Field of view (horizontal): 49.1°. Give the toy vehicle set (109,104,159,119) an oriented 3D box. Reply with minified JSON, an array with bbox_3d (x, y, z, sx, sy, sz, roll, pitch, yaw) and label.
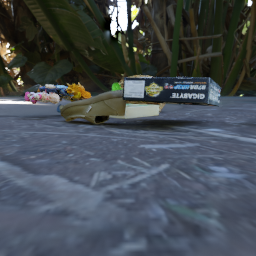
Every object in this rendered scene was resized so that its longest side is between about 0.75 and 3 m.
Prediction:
[{"bbox_3d":[-0.501,-0.731,11.165,2.975,0.394,1.848,7,11,43],"label":"toy vehicle set"}]

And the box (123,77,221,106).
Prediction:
[{"bbox_3d":[1.303,-0.948,7.565,2.075,0.601,2.611,5,5,22],"label":"box"}]

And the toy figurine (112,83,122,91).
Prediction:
[{"bbox_3d":[-0.314,-1.197,10.349,0.574,0.765,0.704,-14,-15,12],"label":"toy figurine"}]

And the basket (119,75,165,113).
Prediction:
[{"bbox_3d":[0.651,-1.676,12.571,2.144,1.530,1.597,4,28,24],"label":"basket"}]

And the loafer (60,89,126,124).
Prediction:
[{"bbox_3d":[-1.027,-0.475,8.063,2.341,0.789,0.890,-14,0,37],"label":"loafer"}]

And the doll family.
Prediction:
[{"bbox_3d":[-2.198,-1.156,9.678,1.537,1.116,2.476,4,-9,29],"label":"doll family"}]
